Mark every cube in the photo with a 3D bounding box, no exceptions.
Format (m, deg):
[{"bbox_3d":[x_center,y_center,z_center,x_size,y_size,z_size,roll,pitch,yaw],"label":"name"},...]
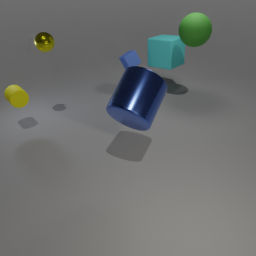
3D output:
[{"bbox_3d":[0.102,-3.390,13.975,0.700,0.700,0.700,-37,24,-12],"label":"cube"},{"bbox_3d":[1.940,-3.867,14.163,1.400,1.400,1.400,18,33,35],"label":"cube"}]

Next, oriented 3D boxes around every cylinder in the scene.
[{"bbox_3d":[-4.209,-1.195,10.579,0.700,0.700,0.700,-22,37,-32],"label":"cylinder"},{"bbox_3d":[0.265,-0.843,8.227,1.400,1.400,1.400,17,72,27],"label":"cylinder"}]

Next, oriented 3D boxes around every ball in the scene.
[{"bbox_3d":[2.883,-4.207,12.044,1.400,1.400,1.400,0,31,0],"label":"ball"},{"bbox_3d":[-2.989,-3.075,10.036,0.700,0.700,0.700,0,31,0],"label":"ball"}]
